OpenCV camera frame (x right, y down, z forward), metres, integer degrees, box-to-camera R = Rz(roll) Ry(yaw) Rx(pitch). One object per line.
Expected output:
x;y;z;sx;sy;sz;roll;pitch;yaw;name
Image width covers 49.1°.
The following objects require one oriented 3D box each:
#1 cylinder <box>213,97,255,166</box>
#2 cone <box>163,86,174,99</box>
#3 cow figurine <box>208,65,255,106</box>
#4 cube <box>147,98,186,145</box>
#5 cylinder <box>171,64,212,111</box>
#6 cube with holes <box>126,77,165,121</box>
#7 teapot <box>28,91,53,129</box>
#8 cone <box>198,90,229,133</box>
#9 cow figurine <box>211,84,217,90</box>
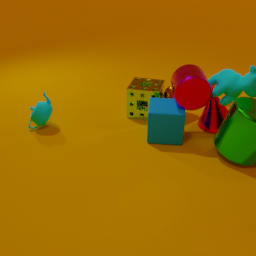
3.082;0.073;7.232;1.306;1.306;1.306;11;36;-8;cylinder
1.595;-0.712;9.159;1.051;1.051;1.055;8;44;13;cone
3.003;-1.268;7.674;1.426;0.795;1.449;-37;30;25;cow figurine
1.103;-0.208;8.223;1.019;1.019;1.019;3;31;6;cube
1.745;-1.147;7.835;0.997;0.997;0.997;1;32;2;cylinder
0.601;-0.984;9.470;1.063;1.063;1.063;8;32;13;cube with holes
-2.721;-0.521;8.698;0.623;1.272;0.791;28;5;-24;teapot
2.653;-0.661;8.604;1.152;1.156;1.152;-13;31;8;cone
3.314;-1.473;10.278;1.095;0.611;1.113;-33;35;-29;cow figurine
